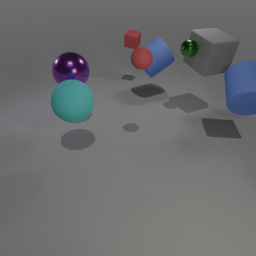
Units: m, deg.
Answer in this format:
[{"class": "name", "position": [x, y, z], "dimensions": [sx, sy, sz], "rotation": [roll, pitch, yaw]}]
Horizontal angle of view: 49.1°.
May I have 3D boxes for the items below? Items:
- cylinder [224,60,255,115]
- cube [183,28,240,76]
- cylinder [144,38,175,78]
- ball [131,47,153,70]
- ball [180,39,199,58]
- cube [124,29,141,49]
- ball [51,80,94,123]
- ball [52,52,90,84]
[{"class": "cylinder", "position": [4.179, -1.393, 9.876], "dimensions": [1.400, 1.400, 1.400], "rotation": [4, 59, 7]}, {"class": "cube", "position": [3.354, -3.120, 11.432], "dimensions": [1.400, 1.400, 1.400], "rotation": [-13, 44, -26]}, {"class": "cylinder", "position": [1.305, -3.404, 13.620], "dimensions": [1.400, 1.400, 1.400], "rotation": [-36, 34, 3]}, {"class": "ball", "position": [0.432, -2.162, 8.708], "dimensions": [0.700, 0.700, 0.700], "rotation": [0, 30, 0]}, {"class": "ball", "position": [2.387, -3.087, 10.885], "dimensions": [0.700, 0.700, 0.700], "rotation": [0, 30, 0]}, {"class": "cube", "position": [0.244, -4.719, 14.898], "dimensions": [0.700, 0.700, 0.700], "rotation": [18, 46, 14]}, {"class": "ball", "position": [-1.817, -0.879, 9.192], "dimensions": [1.400, 1.400, 1.400], "rotation": [0, 30, 0]}, {"class": "ball", "position": [-2.160, -2.162, 10.623], "dimensions": [1.400, 1.400, 1.400], "rotation": [0, 30, 0]}]
